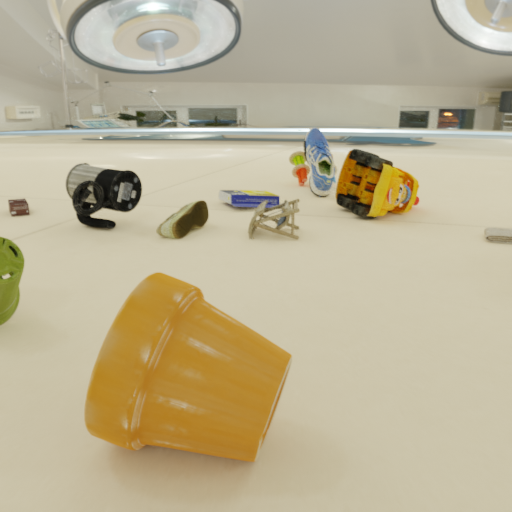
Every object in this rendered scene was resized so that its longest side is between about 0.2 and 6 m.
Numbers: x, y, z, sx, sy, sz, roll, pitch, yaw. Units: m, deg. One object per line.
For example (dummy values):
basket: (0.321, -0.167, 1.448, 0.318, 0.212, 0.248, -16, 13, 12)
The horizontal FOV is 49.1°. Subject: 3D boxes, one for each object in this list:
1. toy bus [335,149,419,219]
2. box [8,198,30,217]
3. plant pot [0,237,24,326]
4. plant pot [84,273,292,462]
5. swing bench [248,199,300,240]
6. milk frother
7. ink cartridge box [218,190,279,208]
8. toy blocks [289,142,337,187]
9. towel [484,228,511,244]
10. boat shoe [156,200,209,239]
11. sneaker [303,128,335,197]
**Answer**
toy bus: (3.136, -1.575, 13.380, 2.011, 1.422, 2.095, 12, 15, -17)
box: (-5.713, -1.165, 13.461, 0.408, 0.306, 0.816, -8, 20, -27)
plant pot: (-3.199, 0.236, 6.637, 1.032, 1.032, 0.980, -17, -15, -45)
plant pot: (-0.442, 0.990, 4.493, 1.276, 1.394, 1.394, 19, 19, 8)
swing bench: (0.372, -0.755, 11.406, 1.022, 0.663, 1.017, 1, 17, 4)
milk frother: (-3.455, -1.374, 11.619, 1.420, 1.362, 1.510, 12, -17, 31)
ink cartridge box: (-0.133, -1.476, 14.363, 1.346, 0.320, 1.362, -1, 12, -22)
toy blocks: (1.774, -2.631, 17.240, 1.400, 0.610, 1.679, -26, 50, 20)
towel: (5.059, -0.381, 10.980, 1.096, 0.189, 0.726, 5, 15, 18)
boat shoe: (-1.486, -0.765, 11.677, 0.496, 0.575, 1.577, 0, 25, 23)
sneaker: (1.855, -2.730, 15.656, 0.807, 2.132, 0.821, -2, -24, -15)
